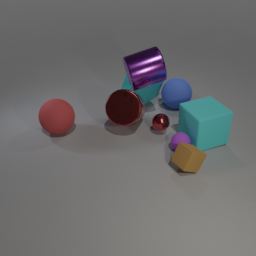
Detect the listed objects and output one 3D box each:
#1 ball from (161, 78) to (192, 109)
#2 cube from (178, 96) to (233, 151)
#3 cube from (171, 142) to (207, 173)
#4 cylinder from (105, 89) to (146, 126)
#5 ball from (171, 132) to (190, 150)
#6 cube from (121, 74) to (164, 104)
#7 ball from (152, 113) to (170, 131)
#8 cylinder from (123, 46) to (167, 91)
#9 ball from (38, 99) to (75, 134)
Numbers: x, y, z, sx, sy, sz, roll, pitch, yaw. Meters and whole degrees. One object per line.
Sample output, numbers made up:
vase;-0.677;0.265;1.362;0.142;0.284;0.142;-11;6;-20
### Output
ball;2.235;-1.594;12.876;1.400;1.400;1.400;0;32;0
cube;2.848;-0.170;10.537;1.400;1.400;1.400;-14;35;-15
cube;1.974;0.963;9.131;0.700;0.700;0.700;13;17;-37
cylinder;-0.066;-0.797;11.177;1.400;1.400;1.400;6;4;10
ball;1.914;0.504;10.194;0.700;0.700;0.700;0;32;0
cube;0.744;-2.196;13.463;1.400;1.400;1.400;38;45;16
ball;1.301;-0.232;11.061;0.700;0.700;0.700;0;32;0
cylinder;0.664;-2.368;11.196;1.400;1.400;1.400;-19;34;-1
ball;-2.799;-0.459;11.040;1.400;1.400;1.400;0;32;0
